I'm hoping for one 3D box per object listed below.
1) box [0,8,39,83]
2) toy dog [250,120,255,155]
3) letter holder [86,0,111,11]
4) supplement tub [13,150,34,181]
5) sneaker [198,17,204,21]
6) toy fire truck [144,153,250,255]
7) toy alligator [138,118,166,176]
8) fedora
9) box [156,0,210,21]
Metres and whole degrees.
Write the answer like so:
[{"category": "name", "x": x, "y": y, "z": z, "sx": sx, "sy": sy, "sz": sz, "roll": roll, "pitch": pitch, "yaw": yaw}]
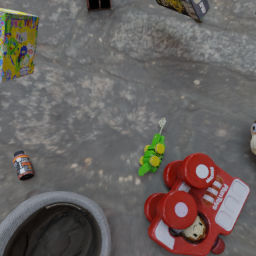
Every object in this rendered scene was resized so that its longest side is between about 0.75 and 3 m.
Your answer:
[{"category": "box", "x": -2.070, "y": -1.414, "z": 4.680, "sx": 0.669, "sy": 1.056, "sz": 1.096, "roll": 14, "pitch": 20, "yaw": 4}, {"category": "toy dog", "x": 4.537, "y": 0.539, "z": 7.220, "sx": 2.760, "sy": 1.926, "sz": 2.676, "roll": 33, "pitch": 85, "yaw": 28}, {"category": "letter holder", "x": -1.143, "y": -5.324, "z": 10.109, "sx": 0.943, "sy": 1.874, "sz": 1.332, "roll": -7, "pitch": 20, "yaw": -4}, {"category": "supplement tub", "x": -2.964, "y": 1.036, "z": 7.869, "sx": 0.432, "sy": 0.432, "sz": 0.808, "roll": -24, "pitch": 66, "yaw": -12}, {"category": "sneaker", "x": 2.745, "y": -4.912, "z": 10.796, "sx": 0.746, "sy": 0.662, "sz": 1.786, "roll": -5, "pitch": 63, "yaw": 2}, {"category": "toy fire truck", "x": 1.762, "y": 1.971, "z": 6.967, "sx": 2.151, "sy": 1.436, "sz": 2.562, "roll": 36, "pitch": 68, "yaw": -3}, {"category": "toy alligator", "x": 0.852, "y": 0.619, "z": 8.069, "sx": 0.522, "sy": 0.571, "sz": 1.925, "roll": 40, "pitch": 61, "yaw": -26}, {"category": "fedora", "x": -1.726, "y": 2.811, "z": 6.351, "sx": 2.463, "sy": 1.257, "sz": 2.785, "roll": 35, "pitch": 67, "yaw": 1}, {"category": "box", "x": 1.182, "y": -4.336, "z": 8.113, "sx": 1.959, "sy": 2.431, "sz": 0.597, "roll": 38, "pitch": 93, "yaw": 36}]
